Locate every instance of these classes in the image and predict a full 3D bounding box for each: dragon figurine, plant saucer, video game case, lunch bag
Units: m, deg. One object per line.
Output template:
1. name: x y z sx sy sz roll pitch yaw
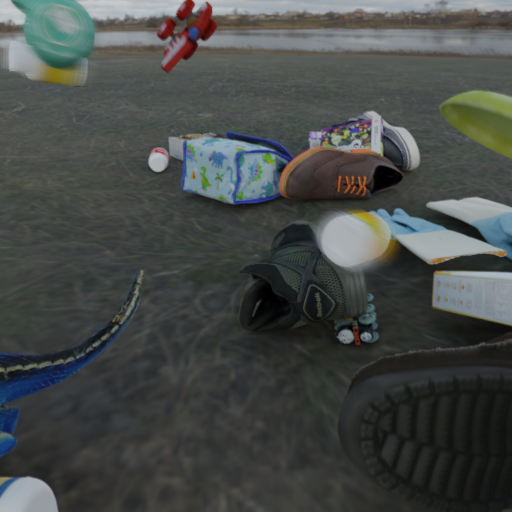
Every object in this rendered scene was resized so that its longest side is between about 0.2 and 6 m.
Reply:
1. dragon figurine: -2.414 0.968 3.715 4.347 1.279 2.161 -16 -13 -30
2. plant saucer: 3.752 -1.829 8.121 2.204 0.342 2.204 28 7 -4
3. video game case: 2.216 -2.607 13.134 1.495 0.268 1.355 -8 48 24
4. lunch bag: -0.238 -1.798 11.407 2.011 1.282 1.710 -10 23 -44

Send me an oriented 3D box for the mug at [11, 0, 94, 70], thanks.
1. mug: -3.223 -3.577 8.876 1.282 1.053 0.792 4 6 -22

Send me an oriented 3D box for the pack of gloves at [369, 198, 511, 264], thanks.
1. pack of gloves: 3.247 -0.260 8.975 2.658 0.624 3.163 -8 17 -9

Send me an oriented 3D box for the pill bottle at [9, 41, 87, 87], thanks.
1. pill bottle: -3.696 -3.449 9.970 1.248 0.699 0.699 -1 21 -30

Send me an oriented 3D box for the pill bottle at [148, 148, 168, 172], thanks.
1. pill bottle: -2.318 -2.260 13.297 0.445 0.445 0.792 -2 24 -6

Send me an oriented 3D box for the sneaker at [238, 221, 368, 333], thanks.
1. sneaker: 0.311 0.213 7.126 1.405 0.938 2.453 -12 21 -10

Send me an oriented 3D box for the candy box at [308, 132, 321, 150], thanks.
1. candy box: 1.974 -3.115 15.297 1.055 0.378 0.885 2 24 7

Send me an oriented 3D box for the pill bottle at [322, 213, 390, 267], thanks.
1. pill bottle: 1.029 -0.180 5.524 0.476 0.476 0.858 14 14 28

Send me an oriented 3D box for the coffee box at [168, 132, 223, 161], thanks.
1. coffee box: -1.551 -2.871 14.597 1.259 0.503 0.712 -16 29 -32

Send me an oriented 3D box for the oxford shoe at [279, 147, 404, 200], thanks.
1. oxford shoe: 1.756 -1.600 11.191 2.880 1.025 1.045 -16 34 -32

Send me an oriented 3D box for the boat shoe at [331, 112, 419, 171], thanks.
1. boat shoe: 2.816 -2.676 13.701 1.265 1.018 2.727 -19 32 -7

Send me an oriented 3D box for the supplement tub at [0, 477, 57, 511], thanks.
1. supplement tub: -2.001 1.862 3.473 1.276 0.923 0.923 0 24 1

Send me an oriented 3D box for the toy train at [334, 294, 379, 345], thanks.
1. toy train: 1.184 0.755 6.703 0.499 0.373 0.876 -9 25 13

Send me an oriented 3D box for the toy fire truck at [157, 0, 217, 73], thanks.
1. toy fire truck: -1.186 -3.782 9.655 0.672 1.198 1.006 35 32 -33

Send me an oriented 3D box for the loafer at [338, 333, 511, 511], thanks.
1. loafer: 2.134 1.276 4.717 3.303 1.206 1.178 4 15 -16

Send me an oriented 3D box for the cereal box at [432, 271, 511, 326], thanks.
1. cereal box: 3.265 0.476 5.667 1.945 0.534 2.703 4 -1 -8
